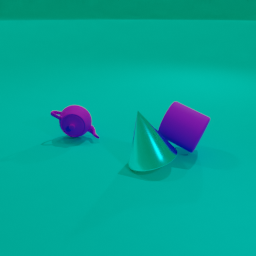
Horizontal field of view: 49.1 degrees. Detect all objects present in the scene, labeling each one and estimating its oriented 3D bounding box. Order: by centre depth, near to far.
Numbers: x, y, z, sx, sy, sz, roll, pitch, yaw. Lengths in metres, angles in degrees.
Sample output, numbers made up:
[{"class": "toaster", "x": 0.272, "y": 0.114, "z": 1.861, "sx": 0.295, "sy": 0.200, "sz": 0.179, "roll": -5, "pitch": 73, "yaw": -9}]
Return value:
[{"class": "cone", "x": 0.330, "y": 0.137, "z": 5.345, "sx": 1.000, "sy": 1.003, "sz": 1.000, "roll": -17, "pitch": 17, "yaw": 5}, {"class": "cylinder", "x": 1.163, "y": -0.024, "z": 5.845, "sx": 0.816, "sy": 0.816, "sz": 0.816, "roll": 28, "pitch": 31, "yaw": 16}, {"class": "teapot", "x": -1.206, "y": -0.101, "z": 6.507, "sx": 1.245, "sy": 0.774, "sz": 0.610, "roll": 26, "pitch": 20, "yaw": -9}]
